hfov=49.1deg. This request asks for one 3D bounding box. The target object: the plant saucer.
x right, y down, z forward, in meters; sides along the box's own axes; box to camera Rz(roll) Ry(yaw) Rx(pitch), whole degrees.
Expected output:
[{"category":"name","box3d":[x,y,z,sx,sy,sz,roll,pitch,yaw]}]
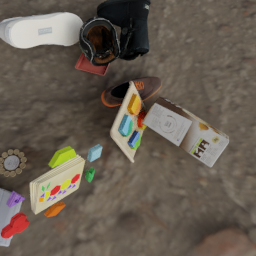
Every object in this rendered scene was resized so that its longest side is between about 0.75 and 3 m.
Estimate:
[{"category":"plant saucer","box3d":[-1.086,-2.187,9.233,1.020,0.188,1.022,16,64,7]}]

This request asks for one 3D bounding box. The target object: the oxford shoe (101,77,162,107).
[{"category":"oxford shoe","box3d":[0.236,-1.130,8.328,2.015,0.731,0.717,-23,90,-22]}]

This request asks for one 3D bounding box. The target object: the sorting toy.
[{"category":"sorting toy","box3d":[0.154,-0.133,7.576,0.318,1.615,1.744,6,63,25]}]

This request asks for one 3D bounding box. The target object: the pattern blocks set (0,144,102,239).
[{"category":"pattern blocks set","box3d":[-1.663,1.323,6.540,0.206,2.237,2.545,37,30,24]}]

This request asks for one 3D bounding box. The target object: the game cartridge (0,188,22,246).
[{"category":"game cartridge","box3d":[-3.917,2.169,7.227,2.117,0.433,1.409,6,62,3]}]

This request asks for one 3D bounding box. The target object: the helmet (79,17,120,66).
[{"category":"helmet","box3d":[-0.919,-2.717,8.699,1.334,1.334,1.272,-21,79,-9]}]

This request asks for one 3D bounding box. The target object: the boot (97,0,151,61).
[{"category":"boot","box3d":[-0.231,-3.206,9.222,2.273,0.868,1.910,3,89,40]}]

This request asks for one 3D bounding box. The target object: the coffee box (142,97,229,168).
[{"category":"coffee box","box3d":[1.583,0.044,7.600,2.104,1.203,0.839,34,103,13]}]

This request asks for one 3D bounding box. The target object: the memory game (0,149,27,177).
[{"category":"memory game","box3d":[-3.287,0.983,7.923,0.832,0.053,0.832,0,66,0]}]

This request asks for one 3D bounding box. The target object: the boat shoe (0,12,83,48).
[{"category":"boat shoe","box3d":[-2.649,-3.054,8.742,1.006,1.057,2.936,25,39,27]}]
